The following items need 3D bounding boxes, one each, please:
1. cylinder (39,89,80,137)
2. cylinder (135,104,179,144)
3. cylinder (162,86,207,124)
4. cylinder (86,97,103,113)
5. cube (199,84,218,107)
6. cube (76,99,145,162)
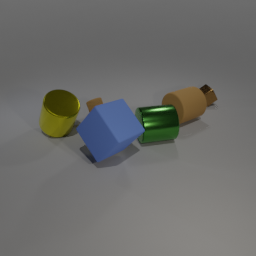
[{"bbox_3d":[-2.729,-0.565,11.095,1.400,1.400,1.400,13,52,-17],"label":"cylinder"},{"bbox_3d":[1.091,-0.168,10.874,1.400,1.400,1.400,-6,32,-11],"label":"cylinder"},{"bbox_3d":[2.426,-0.987,12.175,1.400,1.400,1.400,-19,36,-32],"label":"cylinder"},{"bbox_3d":[-1.387,-0.889,12.224,0.700,0.700,0.700,-20,-1,0],"label":"cylinder"},{"bbox_3d":[3.793,-1.567,13.637,0.700,0.700,0.700,-35,34,5],"label":"cube"},{"bbox_3d":[-0.596,0.063,9.465,1.400,1.400,1.400,-23,74,-48],"label":"cube"}]
